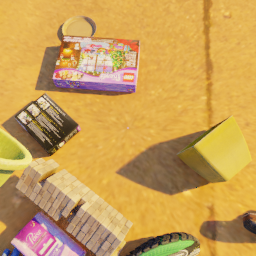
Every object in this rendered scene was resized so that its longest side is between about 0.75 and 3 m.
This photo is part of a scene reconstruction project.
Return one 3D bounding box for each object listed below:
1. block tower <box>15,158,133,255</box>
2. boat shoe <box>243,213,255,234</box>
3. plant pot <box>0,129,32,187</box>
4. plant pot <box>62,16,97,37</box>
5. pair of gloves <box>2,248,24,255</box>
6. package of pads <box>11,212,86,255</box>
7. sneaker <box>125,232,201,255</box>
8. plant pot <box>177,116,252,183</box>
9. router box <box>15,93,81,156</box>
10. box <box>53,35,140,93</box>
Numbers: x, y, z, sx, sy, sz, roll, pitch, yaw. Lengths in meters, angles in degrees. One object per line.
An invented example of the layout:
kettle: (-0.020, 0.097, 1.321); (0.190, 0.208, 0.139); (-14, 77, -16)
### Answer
block tower: (-1.090, 1.664, 5.907); (2.573, 0.695, 0.744); (37, 110, 10)
boat shoe: (3.556, 2.071, 6.208); (2.037, 0.771, 0.752); (11, 61, -4)
plant pot: (-3.222, 0.824, 3.594); (2.843, 2.843, 2.613); (31, 85, 13)
plant pot: (-1.510, -3.073, 8.775); (1.071, 0.147, 1.071); (0, 65, 0)
pair of gloves: (-3.221, 3.442, 5.798); (2.477, 0.282, 1.992); (8, 66, 4)
package of pads: (-1.685, 2.576, 6.038); (1.420, 0.537, 0.856); (35, 68, 14)
sneaker: (0.307, 3.075, 5.618); (2.779, 1.084, 1.184); (-34, 77, -2)
plant pot: (2.099, 0.617, 6.623); (1.233, 1.233, 1.087); (-35, 84, -15)
router box: (-2.093, -0.119, 7.333); (1.408, 0.359, 1.050); (42, 72, 17)
box: (-0.848, -1.868, 8.058); (2.308, 0.451, 1.579); (4, 66, 2)
